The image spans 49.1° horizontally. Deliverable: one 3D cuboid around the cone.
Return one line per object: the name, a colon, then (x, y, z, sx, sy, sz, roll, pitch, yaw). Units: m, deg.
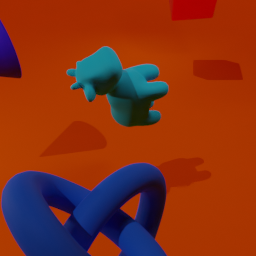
cone: (-3.159, -1.421, 5.522, 1.499, 1.493, 1.493, -29, 48, -25)

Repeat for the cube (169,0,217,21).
cube: (1.973, -4.283, 8.580, 1.307, 1.307, 1.307, -3, 64, 3)

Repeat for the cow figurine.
cow figurine: (-0.169, -0.611, 4.914, 1.661, 1.688, 0.927, -11, 52, -14)

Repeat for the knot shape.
knot shape: (-0.090, 0.711, 1.790, 1.218, 0.602, 1.302, -25, 83, -53)
